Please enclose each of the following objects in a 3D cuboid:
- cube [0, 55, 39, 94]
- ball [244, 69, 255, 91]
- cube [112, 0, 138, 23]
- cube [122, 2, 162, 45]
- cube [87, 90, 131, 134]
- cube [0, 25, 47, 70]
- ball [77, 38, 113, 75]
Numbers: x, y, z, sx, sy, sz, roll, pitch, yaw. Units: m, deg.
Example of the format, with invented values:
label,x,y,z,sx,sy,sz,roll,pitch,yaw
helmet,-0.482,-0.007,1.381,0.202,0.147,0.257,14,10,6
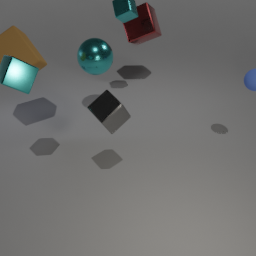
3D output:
label,x,y,z,sx,sy,sz,roll,pitch,yaw
cube,-2.762,-1.324,6.933,0.700,0.700,0.700,21,0,-41
ball,4.000,-1.506,8.761,0.700,0.700,0.700,0,33,0
cube,-0.106,-4.684,11.022,0.700,0.700,0.700,-14,-6,27
cube,0.658,-5.003,13.604,1.400,1.400,1.400,-15,5,22
cube,-0.478,-0.409,7.232,0.700,0.700,0.700,-43,58,-3
cube,-3.930,-2.470,9.827,1.400,1.400,1.400,-36,9,0
ball,-1.264,-2.756,10.839,1.400,1.400,1.400,0,33,0
